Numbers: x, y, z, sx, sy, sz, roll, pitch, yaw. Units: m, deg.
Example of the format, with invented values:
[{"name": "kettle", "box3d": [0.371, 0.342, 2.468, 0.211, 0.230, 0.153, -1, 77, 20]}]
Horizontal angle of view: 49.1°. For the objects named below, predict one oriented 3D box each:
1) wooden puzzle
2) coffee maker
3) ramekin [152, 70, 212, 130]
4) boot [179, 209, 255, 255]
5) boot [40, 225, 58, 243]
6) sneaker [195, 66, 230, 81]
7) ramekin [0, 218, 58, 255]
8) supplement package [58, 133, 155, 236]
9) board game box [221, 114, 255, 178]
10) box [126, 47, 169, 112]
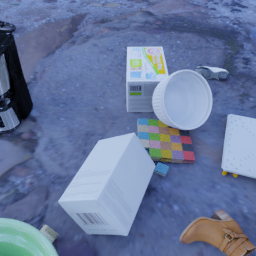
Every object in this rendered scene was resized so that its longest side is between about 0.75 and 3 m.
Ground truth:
[{"name": "wooden puzzle", "box3d": [1.089, 0.335, 8.429, 1.619, 0.192, 2.729, 6, 41, -4]}, {"name": "coffee maker", "box3d": [-3.967, -1.550, 8.874, 1.774, 2.634, 2.530, 19, 46, 18]}, {"name": "ramekin", "box3d": [1.562, -0.807, 8.422, 1.740, 1.740, 0.913, -20, 8, -21]}, {"name": "boot", "box3d": [1.912, 2.407, 5.977, 1.404, 0.517, 1.086, -19, 45, -21]}, {"name": "boot", "box3d": [-2.054, 2.414, 6.118, 0.889, 0.324, 0.691, 17, 44, 16]}, {"name": "sneaker", "box3d": [3.414, -2.245, 11.401, 1.347, 0.502, 0.586, 13, 30, 6]}, {"name": "ramekin", "box3d": [-2.373, 3.097, 4.514, 2.867, 1.400, 2.867, 0, 41, 0]}, {"name": "supplement package", "box3d": [-0.381, 1.255, 6.477, 1.194, 1.199, 2.043, -14, 31, 36]}, {"name": "board game box", "box3d": [4.054, 0.679, 8.094, 2.490, 0.322, 2.490, 13, 43, 14]}, {"name": "box", "box3d": [0.650, -1.843, 10.225, 1.426, 1.285, 2.535, -1, 41, -1]}]
